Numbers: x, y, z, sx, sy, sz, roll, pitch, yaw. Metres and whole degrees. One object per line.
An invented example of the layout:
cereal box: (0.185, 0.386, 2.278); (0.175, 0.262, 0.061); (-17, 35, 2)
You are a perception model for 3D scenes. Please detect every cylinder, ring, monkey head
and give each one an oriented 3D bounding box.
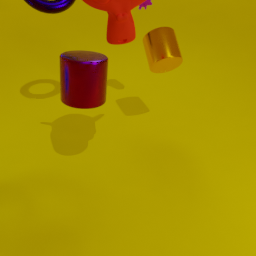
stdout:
cylinder: (-0.837, -0.932, 5.314); (0.886, 0.886, 0.886); (5, 27, -2)
ring: (-1.797, -3.286, 6.246); (1.430, 1.430, 0.286); (-18, 10, -22)
cylinder: (0.827, -1.855, 6.732); (0.810, 0.810, 0.810); (-10, 77, -12)
monkey head: (-0.201, -2.102, 4.266); (1.924, 1.384, 1.159); (-11, 52, -6)

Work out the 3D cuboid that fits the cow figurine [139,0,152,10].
cow figurine: (0.601, -3.289, 6.760); (0.533, 0.955, 0.971); (-21, 44, -36)
